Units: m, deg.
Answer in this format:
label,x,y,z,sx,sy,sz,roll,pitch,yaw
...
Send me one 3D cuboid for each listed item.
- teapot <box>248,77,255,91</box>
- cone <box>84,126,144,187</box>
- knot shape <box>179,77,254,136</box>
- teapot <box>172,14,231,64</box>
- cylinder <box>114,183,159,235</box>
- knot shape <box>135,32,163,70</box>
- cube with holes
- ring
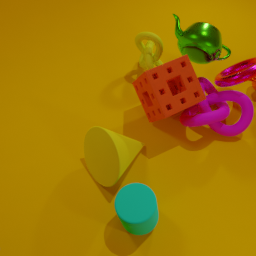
label,x,y,z,sx,sy,sz,roll,pitch,yaw
teapot,3.981,-1.375,8.359,1.133,0.555,0.705,9,85,-21
cone,-0.105,0.540,6.899,1.430,1.425,1.425,-13,51,-40
knot shape,2.442,-0.506,7.549,1.771,0.874,1.893,22,55,14
teapot,1.929,-2.374,7.543,1.944,1.208,0.952,26,81,-9
cylinder,0.198,1.703,5.855,0.845,0.845,0.845,-5,54,6
knot shape,0.666,-2.317,8.507,0.666,1.349,1.441,-22,51,-4
cube with holes,1.015,-0.967,7.229,1.192,1.192,1.192,-25,92,-14
ring,3.076,-1.535,7.669,1.447,0.289,1.447,-26,14,7
